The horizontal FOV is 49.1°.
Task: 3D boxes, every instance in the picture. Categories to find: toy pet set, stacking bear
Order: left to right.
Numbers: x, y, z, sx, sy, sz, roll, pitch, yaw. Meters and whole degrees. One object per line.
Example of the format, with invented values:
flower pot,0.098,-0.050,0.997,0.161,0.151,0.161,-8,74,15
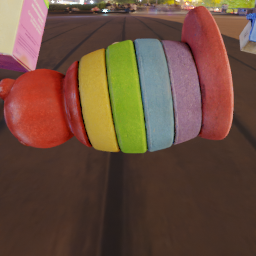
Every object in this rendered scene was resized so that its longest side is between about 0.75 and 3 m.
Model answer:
stacking bear,-0.199,-0.331,3.173,2.348,1.426,1.335,-8,41,3
toy pet set,3.488,-2.241,6.547,1.540,0.876,1.650,11,61,-5

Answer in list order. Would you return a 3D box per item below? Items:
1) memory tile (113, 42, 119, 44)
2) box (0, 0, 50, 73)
memory tile,-0.185,-1.157,6.268,1.076,1.403,0.118,-39,-8,-3
box,-2.641,-2.402,5.067,2.069,2.352,1.137,9,-4,1
